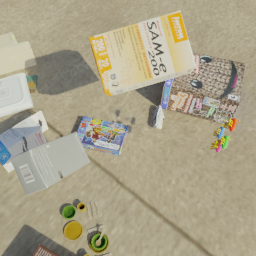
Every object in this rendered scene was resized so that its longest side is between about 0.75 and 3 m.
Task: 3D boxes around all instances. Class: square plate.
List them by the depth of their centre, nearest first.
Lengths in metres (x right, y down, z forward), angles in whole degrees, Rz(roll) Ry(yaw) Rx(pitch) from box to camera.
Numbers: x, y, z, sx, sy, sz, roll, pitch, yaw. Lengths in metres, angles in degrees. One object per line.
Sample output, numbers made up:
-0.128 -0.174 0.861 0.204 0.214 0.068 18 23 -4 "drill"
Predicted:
-5.109 -1.360 11.469 2.074 0.295 2.055 -19 59 -10 "square plate"

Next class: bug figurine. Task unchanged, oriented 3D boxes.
2.463 0.187 7.190 0.289 1.122 0.870 23 75 3 "bug figurine"

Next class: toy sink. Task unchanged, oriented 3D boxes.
-5.239 -3.305 12.275 1.960 1.278 1.098 -21 57 -13 "toy sink"

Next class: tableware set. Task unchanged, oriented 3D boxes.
-1.293 3.101 8.412 1.255 0.286 1.863 -15 57 -10 "tableware set"

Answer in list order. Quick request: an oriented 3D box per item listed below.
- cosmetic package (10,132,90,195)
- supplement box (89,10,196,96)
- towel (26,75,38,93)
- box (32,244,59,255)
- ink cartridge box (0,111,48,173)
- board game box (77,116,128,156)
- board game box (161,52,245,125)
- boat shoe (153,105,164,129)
-1.871 0.822 7.052 1.855 0.837 0.991 -30 96 -61 "cosmetic package"
0.380 -1.947 7.560 2.478 0.911 1.562 -16 89 3 "supplement box"
-4.259 -1.866 11.992 0.701 0.104 0.956 -4 57 -2 "towel"
-1.532 4.277 7.197 2.599 0.974 1.301 23 58 17 "box"
-3.571 0.455 9.699 2.062 1.196 0.699 -38 63 -23 "ink cartridge box"
-1.000 0.273 10.364 1.771 0.305 1.199 13 56 9 "board game box"
2.931 -1.670 11.078 2.771 1.342 2.210 15 56 9 "board game box"
1.229 -0.408 10.858 0.371 0.377 1.062 24 50 -16 "boat shoe"
